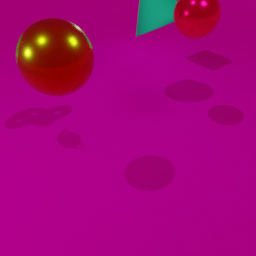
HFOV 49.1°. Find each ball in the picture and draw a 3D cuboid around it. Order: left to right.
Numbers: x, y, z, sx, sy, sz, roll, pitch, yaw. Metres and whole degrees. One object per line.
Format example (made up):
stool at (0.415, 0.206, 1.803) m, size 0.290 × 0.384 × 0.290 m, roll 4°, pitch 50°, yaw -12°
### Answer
ball at (-1.084, -1.054, 4.237) m, size 1.144 × 1.144 × 1.144 m, roll 0°, pitch 40°, yaw 0°
ball at (1.509, -2.501, 6.160) m, size 1.027 × 1.027 × 1.027 m, roll 0°, pitch 40°, yaw 0°

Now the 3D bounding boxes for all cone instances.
cone at (0.688, -3.562, 7.645) m, size 1.584 × 1.590 × 1.584 m, roll -20°, pitch 17°, yaw 6°
